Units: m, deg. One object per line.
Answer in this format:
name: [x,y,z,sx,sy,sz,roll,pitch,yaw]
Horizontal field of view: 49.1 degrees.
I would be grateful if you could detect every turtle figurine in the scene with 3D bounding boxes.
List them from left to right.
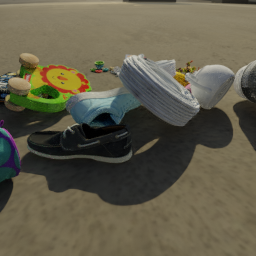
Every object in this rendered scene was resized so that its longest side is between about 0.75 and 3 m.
turtle figurine: [2.643,-2.684,12.766,1.066,0.426,1.322,-6,37,4]

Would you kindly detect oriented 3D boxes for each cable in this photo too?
cable: [0.772,-2.008,10.556,2.152,0.745,2.152,-12,11,16]
cable: [0.887,-1.135,8.330,2.648,0.917,2.648,41,20,8]

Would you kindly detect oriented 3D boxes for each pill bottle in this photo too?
pill bottle: [4.530,-1.479,8.886,1.526,1.526,2.634,-2,8,-3]

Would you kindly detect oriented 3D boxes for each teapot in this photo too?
teapot: [2.629,-1.493,9.306,1.600,1.621,1.184,-42,68,-14]

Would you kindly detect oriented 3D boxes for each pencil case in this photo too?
pencil case: [-3.689,0.866,5.542,2.819,1.303,1.199,-20,-1,-34]

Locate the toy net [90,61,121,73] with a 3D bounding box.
toy net: [-0.964,-2.798,13.086,1.582,0.306,0.830,15,33,24]

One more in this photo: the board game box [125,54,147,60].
board game box: [0.382,-3.259,13.769,1.419,0.438,1.418,-6,31,-10]

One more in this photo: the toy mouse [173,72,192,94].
toy mouse: [1.714,-1.478,10.439,2.999,0.580,2.666,17,33,28]

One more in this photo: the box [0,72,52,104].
box: [-4.015,-1.476,10.463,2.389,0.550,1.899,8,30,14]

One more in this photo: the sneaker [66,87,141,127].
sneaker: [-0.462,-0.486,8.573,2.823,1.043,1.157,-15,65,-37]

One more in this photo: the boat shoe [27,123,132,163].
boat shoe: [-1.246,0.241,7.079,2.714,0.918,0.975,2,31,7]

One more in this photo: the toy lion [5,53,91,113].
toy lion: [-2.603,-1.459,9.768,2.649,0.949,2.763,15,36,-18]
